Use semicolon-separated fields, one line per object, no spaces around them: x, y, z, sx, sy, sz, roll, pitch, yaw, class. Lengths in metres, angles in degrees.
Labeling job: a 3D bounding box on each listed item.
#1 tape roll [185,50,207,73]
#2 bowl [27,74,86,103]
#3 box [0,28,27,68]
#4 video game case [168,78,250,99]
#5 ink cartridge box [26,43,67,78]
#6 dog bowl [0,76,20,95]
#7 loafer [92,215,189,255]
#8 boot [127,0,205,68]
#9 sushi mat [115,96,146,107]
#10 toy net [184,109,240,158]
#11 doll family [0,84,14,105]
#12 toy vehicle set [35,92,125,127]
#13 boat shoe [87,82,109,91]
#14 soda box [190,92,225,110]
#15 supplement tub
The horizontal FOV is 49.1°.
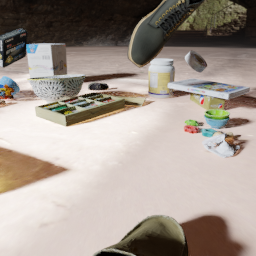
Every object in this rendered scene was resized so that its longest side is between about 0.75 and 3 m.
2.565;-2.506;10.538;0.878;0.307;0.878;24;41;-23;tape roll
-2.654;-1.459;10.705;2.178;1.022;2.178;-4;14;1;bowl
-3.537;-2.455;8.553;0.261;0.902;1.135;23;36;6;box
2.996;-1.512;10.491;2.459;0.222;1.761;19;26;41;video game case
-4.184;-3.367;14.694;1.481;2.012;1.455;6;19;17;ink cartridge box
-5.426;-1.774;11.999;1.630;0.908;0.404;9;54;24;dog bowl
0.085;1.528;2.900;0.845;0.750;2.223;10;22;25;loafer
1.144;-3.085;8.043;1.096;2.830;1.958;33;-1;-18;boot
-0.064;-1.060;10.939;1.448;0.088;0.693;5;35;15;sushi mat
2.180;0.048;7.443;1.309;0.482;2.494;3;20;8;toy net
-5.018;-1.351;11.030;0.951;0.690;1.532;-2;20;-4;doll family
-1.594;-0.721;9.721;1.670;0.356;2.688;16;26;38;toy vehicle set
-1.382;-1.954;13.199;1.067;0.384;0.346;-6;15;-32;boat shoe
2.967;-1.144;10.635;0.601;0.568;1.776;-3;19;-10;soda box
1.419;-2.114;11.887;1.121;1.543;1.121;0;20;0;supplement tub
